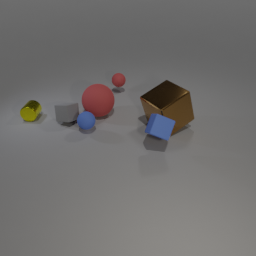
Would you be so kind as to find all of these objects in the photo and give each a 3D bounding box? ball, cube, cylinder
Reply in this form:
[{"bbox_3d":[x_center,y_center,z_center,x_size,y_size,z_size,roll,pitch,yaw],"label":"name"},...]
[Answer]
[{"bbox_3d":[-0.469,-2.407,14.071,0.700,0.700,0.700,0,31,0],"label":"ball"},{"bbox_3d":[-2.503,-0.652,11.542,0.700,0.700,0.700,4,15,31],"label":"cube"},{"bbox_3d":[1.546,-0.784,10.983,1.400,1.400,1.400,-34,41,-15],"label":"cube"},{"bbox_3d":[-1.274,-1.185,11.976,1.400,1.400,1.400,0,31,0],"label":"ball"},{"bbox_3d":[-4.128,-0.735,11.931,0.700,0.700,0.700,2,31,4],"label":"cylinder"},{"bbox_3d":[1.080,-0.042,9.552,0.700,0.700,0.700,21,-1,-11],"label":"cube"},{"bbox_3d":[-1.614,-0.286,10.828,0.700,0.700,0.700,0,31,0],"label":"ball"}]
